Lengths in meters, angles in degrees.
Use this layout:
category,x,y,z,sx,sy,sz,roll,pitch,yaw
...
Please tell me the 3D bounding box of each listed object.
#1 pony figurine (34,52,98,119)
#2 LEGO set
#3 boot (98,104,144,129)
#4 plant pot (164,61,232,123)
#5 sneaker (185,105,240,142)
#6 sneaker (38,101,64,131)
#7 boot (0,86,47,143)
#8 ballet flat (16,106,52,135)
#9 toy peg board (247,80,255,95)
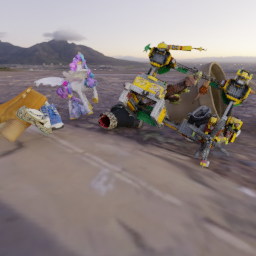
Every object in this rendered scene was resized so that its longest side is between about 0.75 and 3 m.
category,x,y,z,sx,sy,sz,roll,pitch,yaw
pony figurine,-1.506,-1.173,7.868,1.445,1.735,1.675,-4,19,27
LEGO set,0.972,-0.615,4.814,2.347,1.805,1.360,35,-1,15
boot,-0.350,-0.320,7.180,1.018,0.486,1.347,-5,20,-35
plant pot,1.722,-0.725,7.233,1.427,1.644,1.644,-10,6,33
sneaker,1.774,-0.098,5.804,1.218,0.693,0.460,-4,33,-3
sneaker,-1.781,-0.267,6.273,0.451,0.459,1.192,-14,27,-30
boot,-2.449,-0.395,5.945,1.665,0.586,1.192,18,66,39
ballet flat,-1.624,-0.143,5.091,0.791,0.298,0.268,39,21,-38
toy peg board,4.246,-0.908,6.190,2.278,1.114,2.268,4,27,-24
